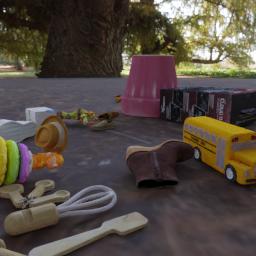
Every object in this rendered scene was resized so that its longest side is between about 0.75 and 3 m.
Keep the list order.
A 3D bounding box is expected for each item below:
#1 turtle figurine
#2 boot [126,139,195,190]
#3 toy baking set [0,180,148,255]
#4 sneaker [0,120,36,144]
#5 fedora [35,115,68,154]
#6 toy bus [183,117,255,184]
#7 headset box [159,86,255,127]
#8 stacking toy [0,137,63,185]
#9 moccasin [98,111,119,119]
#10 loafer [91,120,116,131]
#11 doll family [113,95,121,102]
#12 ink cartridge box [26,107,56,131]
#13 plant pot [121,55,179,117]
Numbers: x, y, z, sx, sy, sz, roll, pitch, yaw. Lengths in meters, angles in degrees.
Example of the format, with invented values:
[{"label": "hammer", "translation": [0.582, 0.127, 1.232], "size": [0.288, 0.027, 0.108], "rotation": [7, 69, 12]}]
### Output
[{"label": "turtle figurine", "translation": [-1.663, -0.398, 9.254], "size": [1.329, 0.531, 1.648], "rotation": [-2, 12, -7]}, {"label": "boot", "translation": [0.688, 0.673, 4.906], "size": [1.408, 0.510, 1.172], "rotation": [-1, 24, -12]}, {"label": "toy baking set", "translation": [-1.140, 1.012, 3.385], "size": [2.516, 0.293, 1.931], "rotation": [6, 14, 25]}, {"label": "sneaker", "translation": [-3.135, 0.084, 7.142], "size": [0.916, 0.584, 1.586], "rotation": [0, 3, 9]}, {"label": "fedora", "translation": [-1.412, 0.152, 4.959], "size": [0.777, 0.777, 0.317], "rotation": [8, 9, 33]}, {"label": "toy bus", "translation": [1.784, 0.345, 5.253], "size": [0.658, 0.792, 2.023], "rotation": [-3, 13, -16]}, {"label": "headset box", "translation": [2.904, -0.779, 9.548], "size": [2.211, 1.147, 2.971], "rotation": [-12, 18, -42]}, {"label": "stacking toy", "translation": [-1.926, 0.538, 4.469], "size": [1.850, 1.015, 1.073], "rotation": [4, 15, -35]}, {"label": "moccasin", "translation": [-0.706, -0.458, 10.113], "size": [0.779, 0.285, 0.301], "rotation": [-1, 15, -9]}, {"label": "loafer", "translation": [-0.749, -0.100, 8.495], "size": [0.816, 0.275, 0.310], "rotation": [-8, 15, -32]}, {"label": "doll family", "translation": [-0.402, -1.539, 15.084], "size": [0.525, 0.381, 0.847], "rotation": [0, -7, 34]}, {"label": "ink cartridge box", "translation": [-2.608, -0.261, 8.407], "size": [0.635, 0.624, 0.863], "rotation": [-9, 15, -35]}, {"label": "plant pot", "translation": [0.996, -1.769, 11.394], "size": [2.576, 2.306, 2.576], "rotation": [0, 12, 0]}]
